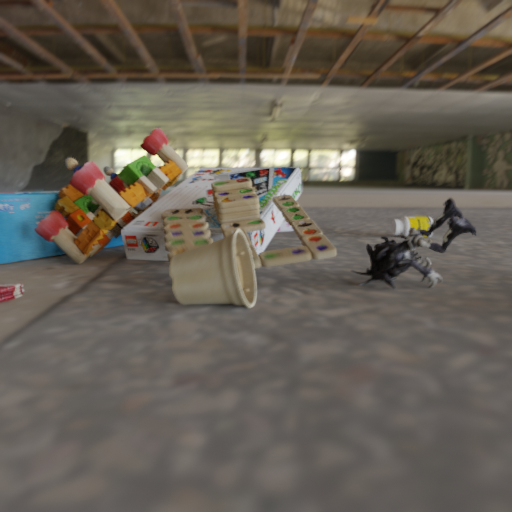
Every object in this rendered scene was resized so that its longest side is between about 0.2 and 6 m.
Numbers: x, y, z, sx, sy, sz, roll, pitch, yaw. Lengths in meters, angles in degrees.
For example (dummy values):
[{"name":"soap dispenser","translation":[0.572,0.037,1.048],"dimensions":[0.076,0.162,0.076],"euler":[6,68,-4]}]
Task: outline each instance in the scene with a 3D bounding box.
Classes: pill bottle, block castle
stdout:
[{"name":"pill bottle","translation":[3.694,-0.685,13.322],"dimensions":[0.913,0.508,0.508],"euler":[-1,9,-7]},{"name":"block castle","translation":[-2.571,-1.197,9.948],"dimensions":[1.808,1.269,2.706],"euler":[-41,7,32]}]

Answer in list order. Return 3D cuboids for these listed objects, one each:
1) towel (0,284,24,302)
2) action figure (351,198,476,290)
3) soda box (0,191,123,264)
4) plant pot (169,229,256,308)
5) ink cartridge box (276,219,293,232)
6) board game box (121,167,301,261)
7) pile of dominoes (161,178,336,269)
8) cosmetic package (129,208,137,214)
[{"name":"towel","translation":[-3.648,0.526,6.375],"dimensions":[1.192,0.188,1.655],"euler":[0,7,15]},{"name":"action figure","translation":[2.175,-0.001,7.678],"dimensions":[1.657,0.846,0.985],"euler":[-36,34,14]},{"name":"soda box","translation":[-4.017,-0.620,10.568],"dimensions":[1.108,1.171,3.453],"euler":[5,10,32]},{"name":"plant pot","translation":[-0.517,0.210,6.517],"dimensions":[0.836,0.913,0.913],"euler":[-10,6,12]},{"name":"ink cartridge box","translation":[0.484,-0.868,15.225],"dimensions":[0.874,0.307,1.465],"euler":[-4,12,-25]},{"name":"board game box","translation":[-0.665,-0.941,11.104],"dimensions":[2.410,0.661,3.818],"euler":[3,25,17]},{"name":"pile of dominoes","translation":[-0.305,-0.584,8.757],"dimensions":[2.350,0.480,3.015],"euler":[-9,23,-8]},{"name":"cosmetic package","translation":[-2.952,-0.903,13.020],"dimensions":[0.326,0.918,0.483],"euler":[-25,-1,43]}]
